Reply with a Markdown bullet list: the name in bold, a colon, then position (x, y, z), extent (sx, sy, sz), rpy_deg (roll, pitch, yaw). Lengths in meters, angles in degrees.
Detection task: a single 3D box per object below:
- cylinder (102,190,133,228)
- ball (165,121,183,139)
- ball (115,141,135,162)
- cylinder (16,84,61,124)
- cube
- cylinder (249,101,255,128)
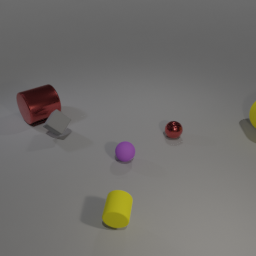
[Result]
- **cylinder**: position (-0.265, 2.100, 7.281), extent (0.700, 0.700, 0.700), rpy_deg (5, 38, 7)
- **ball**: position (1.789, 0.066, 10.959), extent (0.700, 0.700, 0.700), rpy_deg (0, 32, 0)
- **ball**: position (-0.096, 0.811, 9.693), extent (0.700, 0.700, 0.700), rpy_deg (0, 32, 0)
- **cylinder**: position (-3.826, -1.035, 12.042), extent (1.400, 1.400, 1.400), rpy_deg (-25, 40, -33)
- **cube**: position (-2.751, -0.195, 10.850), extent (0.700, 0.700, 0.700), rpy_deg (-16, 42, 60)
- **cylinder**: position (5.537, -0.469, 10.510), extent (1.400, 1.400, 1.400), rpy_deg (-1, 8, -1)
